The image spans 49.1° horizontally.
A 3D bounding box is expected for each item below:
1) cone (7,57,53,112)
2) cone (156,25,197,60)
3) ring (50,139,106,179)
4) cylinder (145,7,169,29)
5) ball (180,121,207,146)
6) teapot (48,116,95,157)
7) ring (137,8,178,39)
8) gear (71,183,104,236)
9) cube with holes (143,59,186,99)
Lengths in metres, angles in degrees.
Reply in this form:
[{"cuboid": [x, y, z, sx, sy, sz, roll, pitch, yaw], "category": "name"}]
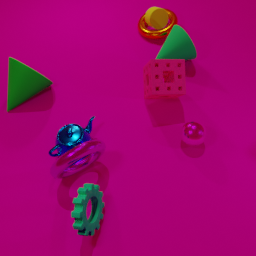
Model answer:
[{"cuboid": [-3.369, -1.149, 8.710, 1.485, 1.485, 1.490, 28, 86, 18], "category": "cone"}, {"cuboid": [1.401, -2.562, 9.594, 1.338, 1.333, 1.333, -35, 61, 1], "category": "cone"}, {"cuboid": [-1.223, 0.780, 6.964, 1.509, 1.509, 0.302, -29, 75, -18], "category": "ring"}, {"cuboid": [1.064, -4.119, 10.478, 0.725, 0.725, 0.725, -10, 28, -7], "category": "cylinder"}, {"cuboid": [1.828, 0.158, 7.834, 0.714, 0.714, 0.714, 0, 56, 0], "category": "ball"}, {"cuboid": [-1.491, 0.270, 7.698, 1.607, 0.787, 0.999, -39, 60, -22], "category": "teapot"}, {"cuboid": [1.127, -4.013, 10.736, 1.558, 0.312, 1.558, -6, 59, 10], "category": "ring"}, {"cuboid": [-0.888, 1.853, 6.385, 0.209, 1.131, 1.131, -2, 54, 22], "category": "gear"}, {"cuboid": [1.069, -1.442, 8.437, 1.006, 1.006, 1.006, -2, 89, -10], "category": "cube with holes"}]
